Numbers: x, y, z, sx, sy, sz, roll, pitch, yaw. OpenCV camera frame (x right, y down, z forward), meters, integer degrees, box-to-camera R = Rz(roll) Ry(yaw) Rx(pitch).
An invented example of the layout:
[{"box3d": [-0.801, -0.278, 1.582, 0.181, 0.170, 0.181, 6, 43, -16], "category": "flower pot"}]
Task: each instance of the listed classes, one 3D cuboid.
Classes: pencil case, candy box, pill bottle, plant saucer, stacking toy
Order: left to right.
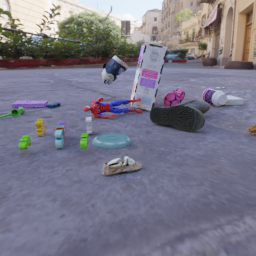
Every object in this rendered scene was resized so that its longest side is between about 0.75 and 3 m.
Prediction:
[{"box3d": [-2.048, 0.228, 8.504, 1.820, 0.567, 2.414, -3, 17, -4], "category": "stacking toy"}, {"box3d": [-0.487, 0.368, 8.574, 1.220, 0.167, 1.220, 1, 15, 0], "category": "plant saucer"}, {"box3d": [0.937, -2.563, 13.789, 1.066, 2.981, 2.501, 11, 14, -4], "category": "candy box"}, {"box3d": [2.430, -1.569, 14.299, 0.862, 0.890, 1.900, 20, 20, 12], "category": "pencil case"}, {"box3d": [4.526, -1.591, 14.590, 0.791, 0.791, 1.407, -4, 16, -15], "category": "pill bottle"}]

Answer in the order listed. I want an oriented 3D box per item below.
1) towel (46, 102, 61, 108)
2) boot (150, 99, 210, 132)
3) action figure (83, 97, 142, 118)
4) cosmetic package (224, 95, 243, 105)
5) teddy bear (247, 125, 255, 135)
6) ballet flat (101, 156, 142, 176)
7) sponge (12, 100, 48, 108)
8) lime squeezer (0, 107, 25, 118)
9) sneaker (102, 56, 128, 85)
[{"box3d": [-3.751, -1.143, 14.097, 0.426, 0.185, 0.764, 5, 17, 21], "category": "towel"}, {"box3d": [2.468, -0.574, 10.947, 2.670, 0.969, 2.427, -6, 17, -45], "category": "boot"}, {"box3d": [-0.514, -0.881, 11.759, 2.641, 0.862, 1.307, -6, 6, -23], "category": "action figure"}, {"box3d": [5.387, -1.501, 15.100, 1.006, 0.345, 1.335, -5, 15, -9], "category": "cosmetic package"}, {"box3d": [4.431, 0.076, 9.521, 0.668, 0.308, 0.921, 17, 14, 28], "category": "teddy bear"}, {"box3d": [-0.116, 0.848, 6.443, 1.030, 0.346, 0.351, -9, 17, -30], "category": "ballet flat"}, {"box3d": [-4.978, -1.223, 14.274, 1.610, 0.240, 0.898, 0, 15, -2], "category": "sponge"}, {"box3d": [-4.933, -0.694, 12.146, 0.675, 0.361, 1.912, 4, 16, 12], "category": "lime squeezer"}, {"box3d": [-0.457, -1.678, 8.434, 0.479, 0.871, 1.190, 39, 9, 3], "category": "sneaker"}]
